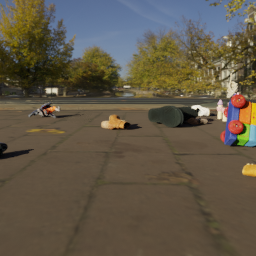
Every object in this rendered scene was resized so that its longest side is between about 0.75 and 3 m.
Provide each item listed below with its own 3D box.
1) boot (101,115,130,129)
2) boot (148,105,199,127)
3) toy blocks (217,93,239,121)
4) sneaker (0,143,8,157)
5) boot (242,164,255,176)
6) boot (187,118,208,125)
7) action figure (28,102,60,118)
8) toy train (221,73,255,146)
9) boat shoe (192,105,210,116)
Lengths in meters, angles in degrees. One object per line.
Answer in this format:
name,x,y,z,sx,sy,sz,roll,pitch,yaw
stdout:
boot,-0.334,-0.193,10.823,0.965,0.460,1.247,3,20,25
boot,2.193,-0.547,12.032,1.916,0.865,2.338,-3,6,-28
toy blocks,5.285,-1.056,13.729,1.584,1.333,1.480,1,7,6
sneaker,-2.933,0.540,6.271,0.336,0.288,0.811,16,10,3
boot,2.214,0.761,4.647,0.589,0.290,0.823,-2,2,27
boot,3.067,-0.278,12.185,0.803,0.282,0.587,6,3,40
action figure,-4.432,-0.761,14.877,1.518,0.794,1.468,-37,21,-31
toy train,3.225,-0.496,7.369,1.206,2.084,0.882,12,-21,7
boat shoe,3.969,-0.990,16.052,0.557,0.569,1.608,-3,10,-25
